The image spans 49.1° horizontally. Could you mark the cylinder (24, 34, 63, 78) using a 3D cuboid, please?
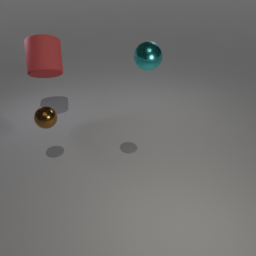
[{"bbox_3d":[-3.395,-2.859,11.332,1.400,1.400,1.400,-6,-2,0],"label":"cylinder"}]

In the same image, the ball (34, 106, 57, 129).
[{"bbox_3d":[-2.552,-0.325,8.695,0.700,0.700,0.700,0,31,0],"label":"ball"}]

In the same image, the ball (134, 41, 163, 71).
[{"bbox_3d":[0.492,-1.751,6.837,0.700,0.700,0.700,0,31,0],"label":"ball"}]
